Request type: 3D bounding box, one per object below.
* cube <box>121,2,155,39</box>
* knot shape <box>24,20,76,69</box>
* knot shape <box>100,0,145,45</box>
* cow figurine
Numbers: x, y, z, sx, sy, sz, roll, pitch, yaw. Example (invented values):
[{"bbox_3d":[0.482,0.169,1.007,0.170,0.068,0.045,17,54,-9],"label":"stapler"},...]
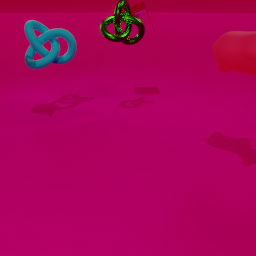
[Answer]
[{"bbox_3d":[0.300,-3.363,8.928,0.828,0.828,0.828,-20,37,12],"label":"cube"},{"bbox_3d":[-2.447,-2.526,8.269,1.585,1.484,0.733,-32,-1,-22],"label":"knot shape"},{"bbox_3d":[-0.128,-2.887,7.599,1.236,1.156,0.571,-3,13,-28],"label":"knot shape"},{"bbox_3d":[2.151,-1.340,4.659,1.564,0.859,1.539,16,-2,26],"label":"cow figurine"}]
